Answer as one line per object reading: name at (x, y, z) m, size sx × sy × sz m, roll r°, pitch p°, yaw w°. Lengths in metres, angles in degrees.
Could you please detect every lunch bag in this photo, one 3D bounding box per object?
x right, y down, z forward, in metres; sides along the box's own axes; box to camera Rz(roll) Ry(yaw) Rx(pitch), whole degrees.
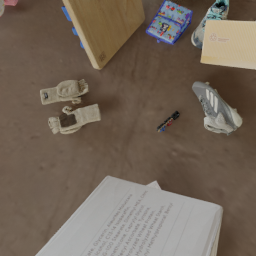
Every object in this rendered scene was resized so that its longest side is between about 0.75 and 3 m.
lunch bag at (1.357, -3.457, 9.504) m, size 1.067 × 0.667 × 1.418 m, roll 30°, pitch 78°, yaw 14°

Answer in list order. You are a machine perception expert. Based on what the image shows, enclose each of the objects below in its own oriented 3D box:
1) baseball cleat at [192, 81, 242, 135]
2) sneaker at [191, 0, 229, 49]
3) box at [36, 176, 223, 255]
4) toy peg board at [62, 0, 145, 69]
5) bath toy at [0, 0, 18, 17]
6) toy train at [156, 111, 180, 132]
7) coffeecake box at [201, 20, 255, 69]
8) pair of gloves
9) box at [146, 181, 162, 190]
baseball cleat at (2.299, -0.561, 7.833) m, size 0.960 × 0.629 × 1.804 m, roll -38°, pitch 64°, yaw -12°
sneaker at (2.745, -3.526, 9.265) m, size 0.846 × 0.941 × 2.181 m, roll 23°, pitch 64°, yaw 12°
box at (-0.057, 2.227, 3.032) m, size 1.546 × 2.353 × 2.365 m, roll 11°, pitch 31°, yaw 25°
toy peg board at (-1.015, -3.846, 8.598) m, size 1.371 × 2.803 × 2.791 m, roll 21°, pitch 63°, yaw 31°
bath toy at (-4.353, -4.975, 10.043) m, size 1.026 × 1.207 × 2.776 m, roll 1°, pitch 59°, yaw 41°
toy train at (1.138, -0.165, 7.886) m, size 0.898 × 0.153 × 0.206 m, roll -40°, pitch 80°, yaw -20°
coffeecake box at (2.212, -1.366, 4.649) m, size 1.380 × 0.657 × 1.798 m, roll 15°, pitch 22°, yaw 31°
pair of gloves at (-1.658, -0.630, 8.055) m, size 1.466 × 0.302 × 1.724 m, roll -22°, pitch 61°, yaw -8°
box at (1.004, 2.363, 6.307) m, size 0.494 × 0.461 × 2.384 m, roll -25°, pitch 64°, yaw -13°
